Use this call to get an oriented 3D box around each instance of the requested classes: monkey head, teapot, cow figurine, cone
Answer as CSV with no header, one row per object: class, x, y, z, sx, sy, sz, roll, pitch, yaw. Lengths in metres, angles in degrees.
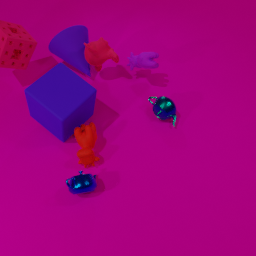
monkey head,-0.904,-2.405,9.362,0.917,1.521,1.094,-41,69,-8
teapot,-1.114,1.340,6.965,0.708,1.139,0.557,-19,75,31
cow figurine,0.446,-2.244,9.327,1.154,0.644,1.172,2,10,14
teapot,1.105,-0.542,8.580,1.227,0.763,0.601,44,63,10
cone,-1.730,-2.488,9.961,1.583,1.583,1.589,-28,84,-22
cow figurine,-1.113,0.465,7.766,0.624,1.118,1.136,-11,9,8

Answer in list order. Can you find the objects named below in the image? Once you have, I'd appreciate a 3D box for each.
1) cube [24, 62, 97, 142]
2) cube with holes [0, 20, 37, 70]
cube,-1.886,-0.708,8.008,1.375,1.375,1.375,38,62,9
cube with holes,-3.926,-2.740,9.264,1.095,1.095,1.095,47,28,22
